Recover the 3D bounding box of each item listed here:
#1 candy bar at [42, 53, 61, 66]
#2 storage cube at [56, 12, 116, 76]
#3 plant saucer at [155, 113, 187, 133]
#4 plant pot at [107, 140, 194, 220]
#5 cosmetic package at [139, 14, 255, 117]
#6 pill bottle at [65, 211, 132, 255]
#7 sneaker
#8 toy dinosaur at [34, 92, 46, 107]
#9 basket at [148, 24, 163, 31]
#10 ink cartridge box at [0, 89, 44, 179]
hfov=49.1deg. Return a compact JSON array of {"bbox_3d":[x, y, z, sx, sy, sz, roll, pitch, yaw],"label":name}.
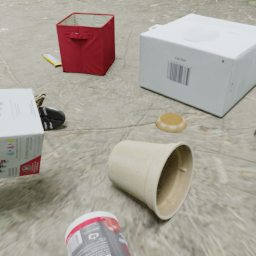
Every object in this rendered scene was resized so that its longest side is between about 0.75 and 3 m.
[{"bbox_3d":[-2.999,-2.684,11.016,0.344,0.153,1.378,-23,42,-29],"label":"candy bar"},{"bbox_3d":[-1.430,-3.102,10.240,1.651,1.736,1.932,7,35,10],"label":"storage cube"},{"bbox_3d":[1.160,-0.184,7.529,0.865,0.153,0.865,0,36,0],"label":"plant saucer"},{"bbox_3d":[0.358,0.816,5.296,1.281,1.399,1.399,13,36,36],"label":"plant pot"},{"bbox_3d":[2.408,-2.174,8.838,2.967,1.830,2.976,27,46,32],"label":"cosmetic package"},{"bbox_3d":[-0.304,2.019,3.845,0.870,0.870,1.572,-12,38,-17],"label":"pill bottle"},{"bbox_3d":[-2.512,-0.462,7.503,1.767,0.668,1.020,-2,33,-1],"label":"sneaker"},{"bbox_3d":[-3.039,-0.077,6.706,2.495,0.726,1.262,-17,52,-2],"label":"toy dinosaur"},{"bbox_3d":[1.463,-4.159,12.584,0.884,0.711,0.876,18,40,25],"label":"basket"},{"bbox_3d":[-2.134,0.113,4.249,1.438,1.045,1.040,-5,49,-27],"label":"ink cartridge box"}]
